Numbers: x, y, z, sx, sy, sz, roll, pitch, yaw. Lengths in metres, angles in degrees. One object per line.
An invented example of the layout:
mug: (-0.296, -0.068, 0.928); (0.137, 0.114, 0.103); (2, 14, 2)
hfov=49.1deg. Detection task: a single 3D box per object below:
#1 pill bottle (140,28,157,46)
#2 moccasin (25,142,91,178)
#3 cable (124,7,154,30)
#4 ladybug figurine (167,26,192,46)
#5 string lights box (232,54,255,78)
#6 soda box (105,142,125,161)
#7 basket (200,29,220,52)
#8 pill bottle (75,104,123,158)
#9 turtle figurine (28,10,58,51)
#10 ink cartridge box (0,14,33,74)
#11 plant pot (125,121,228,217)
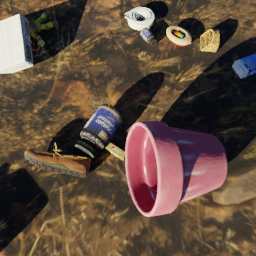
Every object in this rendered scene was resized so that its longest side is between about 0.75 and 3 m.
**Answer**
pill bottle: (0.956, -4.184, 12.856); (0.457, 0.457, 0.818); (-30, 68, -14)
moccasin: (-2.514, 1.094, 10.082); (2.373, 0.868, 0.916); (9, 62, 5)
cable: (0.608, -5.212, 13.375); (1.275, 0.442, 1.275); (-36, 70, -16)
ladybug figurine: (2.336, -4.171, 12.848); (1.310, 0.471, 0.889); (42, 71, 18)
string lights box: (5.383, -2.757, 12.191); (1.426, 0.420, 0.733); (-21, 66, -10)
soda box: (-0.442, 0.878, 10.509); (0.835, 0.283, 0.267); (31, 68, 14)
basket: (3.701, -3.994, 12.646); (0.716, 0.686, 0.961); (7, 64, 2)
pill bottle: (-1.087, 0.120, 10.443); (1.069, 1.069, 1.911); (28, 68, 13)
turtle figurine: (-4.341, -4.747, 12.969); (1.889, 0.754, 2.342); (-37, 70, -16)
ink cartridge box: (-5.652, -3.460, 12.302); (2.848, 0.812, 2.314); (-15, 77, 16)
plant pot: (1.576, 1.202, 9.119); (2.623, 2.930, 2.930); (-3, 63, -19)
